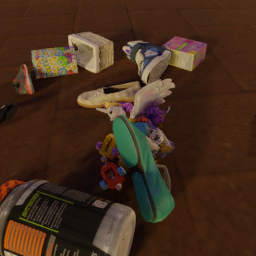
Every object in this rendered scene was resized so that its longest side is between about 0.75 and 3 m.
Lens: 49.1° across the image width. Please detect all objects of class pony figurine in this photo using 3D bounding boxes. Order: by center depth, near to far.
[{"bbox_3d":[0.406,-0.155,8.272,2.341,2.019,2.425,-17,57,-5],"label":"pony figurine"}]

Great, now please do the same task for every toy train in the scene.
[{"bbox_3d":[-0.007,0.679,7.503,2.064,0.574,1.550,-41,53,1],"label":"toy train"}]

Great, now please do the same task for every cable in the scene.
[{"bbox_3d":[-4.425,-0.312,9.100,1.287,0.401,1.577,-4,36,25],"label":"cable"}]

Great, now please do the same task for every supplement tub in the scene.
[{"bbox_3d":[-1.342,2.021,5.546,2.716,1.664,1.664,14,42,15],"label":"supplement tub"}]

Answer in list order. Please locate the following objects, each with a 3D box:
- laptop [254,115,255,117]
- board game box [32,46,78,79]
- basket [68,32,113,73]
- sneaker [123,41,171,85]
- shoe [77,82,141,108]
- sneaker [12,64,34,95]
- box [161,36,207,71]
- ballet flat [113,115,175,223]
[{"bbox_3d":[5.242,-0.080,9.281,1.336,0.778,1.507,-14,68,-15],"label":"laptop"},{"bbox_3d":[-3.084,-2.795,11.857,1.747,0.916,0.900,-10,41,-11],"label":"board game box"},{"bbox_3d":[-1.600,-3.410,12.347,1.840,1.247,1.135,32,48,32],"label":"basket"},{"bbox_3d":[0.502,-2.790,11.602,1.960,1.078,2.677,22,41,15],"label":"sneaker"},{"bbox_3d":[-0.669,-1.276,10.260,2.393,0.639,0.837,-8,41,-9],"label":"shoe"},{"bbox_3d":[-4.220,-1.916,11.029,0.740,0.696,1.807,-19,42,-12],"label":"sneaker"},{"bbox_3d":[2.501,-3.407,12.690,1.603,0.775,1.410,25,46,26],"label":"box"},{"bbox_3d":[0.422,0.883,6.719,0.920,0.880,2.614,-12,77,-32],"label":"ballet flat"}]
